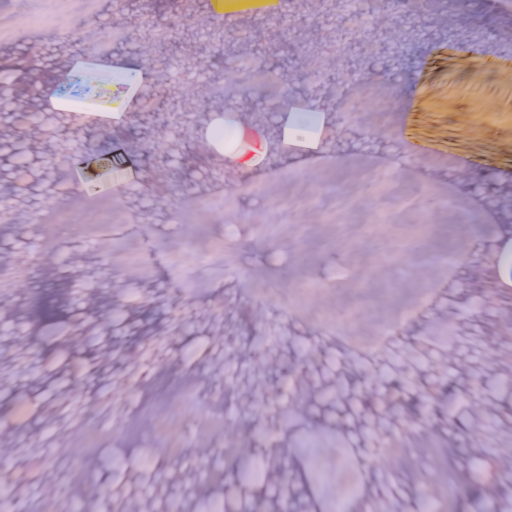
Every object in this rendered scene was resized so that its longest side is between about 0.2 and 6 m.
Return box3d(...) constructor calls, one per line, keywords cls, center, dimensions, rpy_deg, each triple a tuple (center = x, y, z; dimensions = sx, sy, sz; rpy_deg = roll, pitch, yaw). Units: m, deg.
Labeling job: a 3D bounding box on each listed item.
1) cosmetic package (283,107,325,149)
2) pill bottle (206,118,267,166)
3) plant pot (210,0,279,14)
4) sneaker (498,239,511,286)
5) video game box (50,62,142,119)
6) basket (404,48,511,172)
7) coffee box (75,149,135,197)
box3d(cls="cosmetic package", center=(1.017, -2.712, 11.882), dimensions=(0.734, 0.453, 0.736), rpy_deg=(12, 53, 9))
box3d(cls="pill bottle", center=(-0.386, -2.247, 10.992), dimensions=(0.688, 1.226, 0.688), rpy_deg=(-8, 77, 36))
box3d(cls="plant pot", center=(-0.464, -7.892, 15.214), dimensions=(1.809, 1.595, 1.809), rpy_deg=(-13, 52, -11))
box3d(cls="sneaker", center=(5.666, 0.056, 8.949), dimensions=(3.147, 1.208, 1.751), rpy_deg=(-10, 23, -14))
box3d(cls="video game box", center=(-3.608, -3.796, 12.783), dimensions=(1.621, 0.379, 1.477), rpy_deg=(11, 50, 9))
box3d(cls="basket", center=(4.675, -3.261, 11.207), dimensions=(2.801, 1.999, 2.087), rpy_deg=(22, 63, 16))
box3d(cls="coffee box", center=(-2.978, -1.654, 11.091), dimensions=(1.000, 0.399, 0.565), rpy_deg=(-26, 56, -19))
